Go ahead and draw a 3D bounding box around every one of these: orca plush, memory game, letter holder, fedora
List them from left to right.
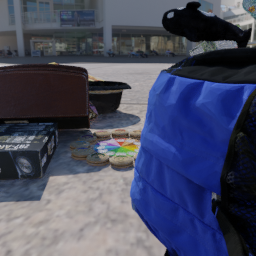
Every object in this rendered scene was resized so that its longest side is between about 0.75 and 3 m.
[{"bbox_3d":[-2.521,-1.058,7.652,2.883,2.049,1.450,-2,-12,-7],"label":"letter holder"},{"bbox_3d":[-1.034,-1.152,10.511,2.366,1.081,2.366,1,15,0],"label":"fedora"},{"bbox_3d":[-0.155,0.401,6.728,2.475,0.158,2.475,0,16,0],"label":"memory game"},{"bbox_3d":[1.668,-2.138,6.509,2.105,0.748,1.107,29,-23,6],"label":"orca plush"}]

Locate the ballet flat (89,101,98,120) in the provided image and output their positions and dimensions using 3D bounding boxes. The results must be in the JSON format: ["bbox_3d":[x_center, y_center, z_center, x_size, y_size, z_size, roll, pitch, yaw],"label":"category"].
[{"bbox_3d":[-1.905,-0.407,8.807,2.161,0.747,0.769,-11,38,-34],"label":"ballet flat"}]

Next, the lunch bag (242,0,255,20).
[{"bbox_3d":[4.342,-3.540,7.908,0.760,1.581,1.971,14,35,-46],"label":"lunch bag"}]

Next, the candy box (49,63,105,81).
[{"bbox_3d":[-2.668,-2.418,14.020,2.866,0.793,1.654,19,15,-4],"label":"candy box"}]

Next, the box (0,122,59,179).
[{"bbox_3d":[-2.930,0.406,5.933,2.605,0.567,2.087,-2,16,-6],"label":"box"}]

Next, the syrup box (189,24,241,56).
[{"bbox_3d":[3.114,-2.817,9.849,0.770,0.744,1.890,-23,0,-31],"label":"syrup box"}]

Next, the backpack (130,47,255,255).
[{"bbox_3d":[1.201,0.572,2.010,2.180,2.251,2.683,10,12,-33],"label":"backpack"}]
